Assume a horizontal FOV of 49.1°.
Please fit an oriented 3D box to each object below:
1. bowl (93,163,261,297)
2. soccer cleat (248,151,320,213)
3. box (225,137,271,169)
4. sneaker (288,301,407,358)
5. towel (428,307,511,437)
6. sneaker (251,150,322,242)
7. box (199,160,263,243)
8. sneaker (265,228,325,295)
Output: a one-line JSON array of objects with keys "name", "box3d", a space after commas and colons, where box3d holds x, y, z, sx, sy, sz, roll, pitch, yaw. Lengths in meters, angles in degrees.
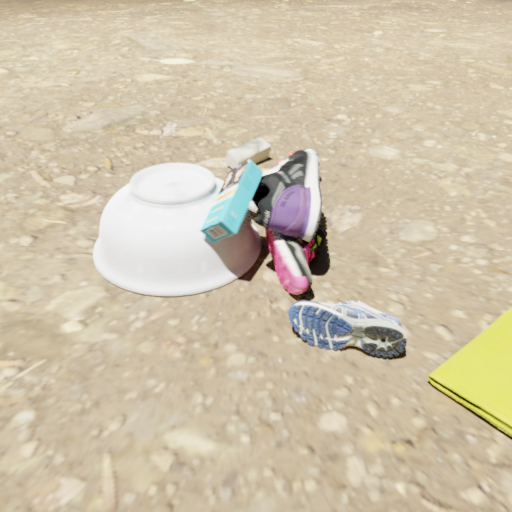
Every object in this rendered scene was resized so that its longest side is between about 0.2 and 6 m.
[{"name": "bowl", "box3d": [-1.664, -0.849, 11.520, 3.562, 1.601, 3.562, -1, 34, 0]}, {"name": "soccer cleat", "box3d": [0.618, -1.735, 13.546, 2.883, 0.999, 1.118, -24, 64, -37]}, {"name": "box", "box3d": [-0.214, -2.769, 15.271, 1.231, 0.421, 0.506, -32, 63, -34]}, {"name": "sneaker", "box3d": [1.528, 1.138, 9.466, 1.980, 0.763, 0.843, 15, 26, 9]}, {"name": "towel", "box3d": [4.681, 1.513, 9.171, 4.004, 0.362, 1.723, -26, 38, -32]}, {"name": "sneaker", "box3d": [0.542, -1.456, 11.257, 1.301, 1.125, 2.972, 10, 31, -5]}, {"name": "box", "box3d": [-0.446, -1.036, 10.493, 0.662, 0.396, 1.609, -20, 38, 44]}, {"name": "sneaker", "box3d": [0.870, -0.204, 11.098, 1.134, 0.956, 2.592, -10, 30, -4]}]
